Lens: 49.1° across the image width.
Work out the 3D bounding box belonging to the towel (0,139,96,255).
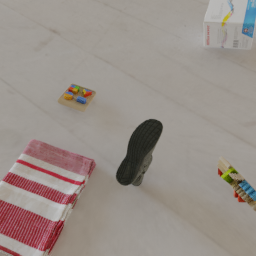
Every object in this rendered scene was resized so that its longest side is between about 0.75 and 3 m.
[{"bbox_3d":[-2.163,1.547,6.544,1.941,0.306,2.694,16,54,13],"label":"towel"}]

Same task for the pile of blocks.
[{"bbox_3d":[2.438,1.312,6.184,0.454,0.600,1.461,-46,65,12],"label":"pile of blocks"}]

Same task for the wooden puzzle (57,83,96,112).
[{"bbox_3d":[-1.500,-0.960,8.329,0.882,0.221,0.953,20,47,4],"label":"wooden puzzle"}]

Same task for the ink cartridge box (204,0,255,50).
[{"bbox_3d":[3.527,-3.587,9.681,1.614,1.184,1.178,11,66,21],"label":"ink cartridge box"}]

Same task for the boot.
[{"bbox_3d":[0.340,0.586,6.451,0.560,1.081,1.654,30,93,21],"label":"boot"}]
